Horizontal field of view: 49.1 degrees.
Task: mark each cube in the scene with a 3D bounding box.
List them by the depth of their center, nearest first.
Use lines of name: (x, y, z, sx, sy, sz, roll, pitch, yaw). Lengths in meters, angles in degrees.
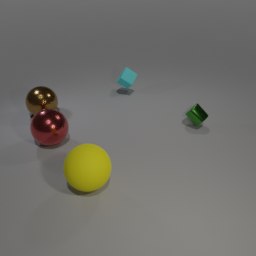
cube: (-0.052, -2.571, 14.484, 0.700, 0.700, 0.700, 30, 71, -14)

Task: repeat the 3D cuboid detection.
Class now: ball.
ball: (-1.192, 1.166, 8.281, 1.400, 1.400, 1.400, 0, 30, 0)
ball: (-2.947, -0.025, 10.546, 1.400, 1.400, 1.400, 0, 30, 0)
ball: (-3.846, -1.170, 12.522, 1.400, 1.400, 1.400, 0, 30, 0)

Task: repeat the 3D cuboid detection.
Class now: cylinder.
cylinder: (2.873, -0.558, 11.713, 0.700, 0.700, 0.700, 48, 40, -1)
